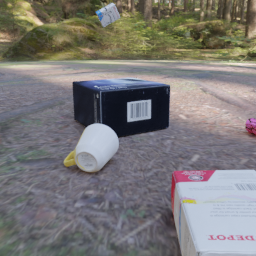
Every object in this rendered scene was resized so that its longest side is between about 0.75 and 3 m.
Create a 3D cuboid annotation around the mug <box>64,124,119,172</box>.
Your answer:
[{"bbox_3d":[-0.965,0.695,7.454,1.079,1.347,1.106,33,29,-3],"label":"mug"}]

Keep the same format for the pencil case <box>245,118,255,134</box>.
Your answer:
[{"bbox_3d":[4.652,0.051,9.696,0.652,0.631,1.391,3,13,-16],"label":"pencil case"}]

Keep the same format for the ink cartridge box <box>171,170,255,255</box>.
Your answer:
[{"bbox_3d":[1.603,1.531,4.413,1.616,0.937,2.189,1,19,2],"label":"ink cartridge box"}]

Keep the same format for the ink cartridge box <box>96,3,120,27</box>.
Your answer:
[{"bbox_3d":[-0.801,-4.579,11.349,0.813,0.593,0.343,-30,40,1],"label":"ink cartridge box"}]

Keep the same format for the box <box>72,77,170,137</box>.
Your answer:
[{"bbox_3d":[-0.360,-0.963,11.021,2.902,1.788,2.878,-9,18,-28],"label":"box"}]
